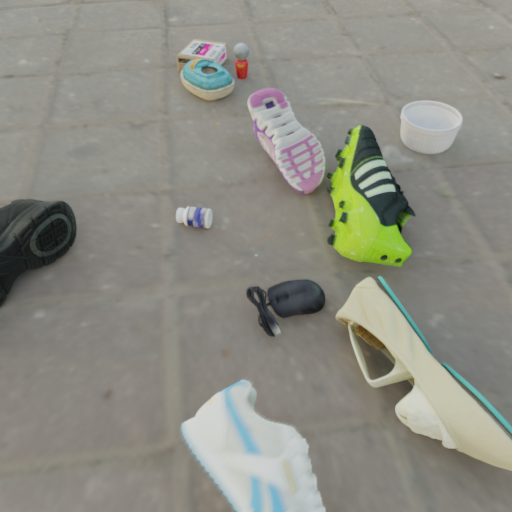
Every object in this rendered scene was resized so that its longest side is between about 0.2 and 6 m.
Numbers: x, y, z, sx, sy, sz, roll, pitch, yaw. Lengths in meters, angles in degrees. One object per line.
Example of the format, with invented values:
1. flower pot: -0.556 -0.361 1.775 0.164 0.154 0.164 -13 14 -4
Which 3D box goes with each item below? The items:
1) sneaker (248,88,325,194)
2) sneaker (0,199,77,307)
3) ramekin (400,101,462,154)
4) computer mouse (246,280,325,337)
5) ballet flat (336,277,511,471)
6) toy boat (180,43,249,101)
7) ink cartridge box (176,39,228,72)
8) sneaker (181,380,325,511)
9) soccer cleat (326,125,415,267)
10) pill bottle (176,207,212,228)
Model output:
1. sneaker: 0.528 -1.971 10.137 0.854 0.939 2.124 -22 71 -14
2. sneaker: -3.973 0.056 8.034 1.289 1.079 2.840 16 39 29
3. ramekin: 3.320 -2.450 10.780 1.129 0.593 1.129 0 44 0
4. computer mouse: 0.503 0.600 7.667 1.131 0.298 0.783 -13 60 -27
5. ballet flat: 1.870 1.462 6.629 1.008 1.008 2.902 -17 45 -17
6. toy boat: -0.846 -4.119 12.375 1.674 0.778 1.407 -31 51 -27
7. ink cartridge box: -1.257 -4.709 13.255 0.894 0.407 1.085 11 44 13
8. sneaker: 0.230 2.137 5.290 0.869 0.823 2.151 -42 67 -8
9. soccer cleat: 1.862 -1.001 9.122 1.275 1.062 3.145 18 44 -8
10. pill bottle: -1.006 -0.630 9.081 0.538 0.322 0.322 7 44 10
